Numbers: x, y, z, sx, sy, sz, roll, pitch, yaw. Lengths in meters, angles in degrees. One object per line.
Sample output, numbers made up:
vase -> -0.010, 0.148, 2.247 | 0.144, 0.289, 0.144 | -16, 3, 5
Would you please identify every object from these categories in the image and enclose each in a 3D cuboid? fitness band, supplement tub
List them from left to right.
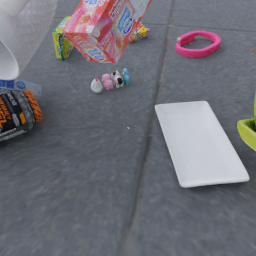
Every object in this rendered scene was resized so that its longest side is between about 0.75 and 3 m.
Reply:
supplement tub -> -3.130, -0.243, 6.884 | 1.783, 1.092, 1.092 | -27, 48, -27
fitness band -> 2.738, -3.289, 10.900 | 1.932, 0.362, 1.387 | -32, 51, -30

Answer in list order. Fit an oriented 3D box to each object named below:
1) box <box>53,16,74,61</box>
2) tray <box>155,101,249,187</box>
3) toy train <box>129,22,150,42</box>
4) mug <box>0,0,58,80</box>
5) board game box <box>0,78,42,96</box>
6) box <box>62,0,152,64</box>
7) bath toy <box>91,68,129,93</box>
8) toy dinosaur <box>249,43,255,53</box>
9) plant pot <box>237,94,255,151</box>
box -> -2.340, -3.326, 10.429 | 0.422, 1.024, 1.746 | 5, 42, 4
tray -> 1.639, 0.311, 6.846 | 1.512, 0.312, 2.815 | -4, 41, -6
toy train -> 0.229, -3.981, 11.666 | 1.156, 0.428, 1.539 | 30, 46, 31
mug -> -2.498, -2.789, 5.972 | 2.958, 2.184, 2.593 | -6, 53, 46
board game box -> -3.499, -1.149, 7.649 | 1.612, 0.350, 1.604 | 3, -1, 12
box -> -0.312, -2.032, 4.974 | 0.761, 0.825, 1.607 | 16, 73, 38
bath toy -> -0.580, -1.508, 8.798 | 1.264, 0.467, 0.550 | -21, 45, -21
toy dinosaur -> 3.561, -2.355, 6.821 | 1.324, 0.898, 0.568 | -25, 0, 33
plant pot -> 4.098, -0.220, 5.509 | 2.740, 2.486, 2.727 | -6, 39, -34
